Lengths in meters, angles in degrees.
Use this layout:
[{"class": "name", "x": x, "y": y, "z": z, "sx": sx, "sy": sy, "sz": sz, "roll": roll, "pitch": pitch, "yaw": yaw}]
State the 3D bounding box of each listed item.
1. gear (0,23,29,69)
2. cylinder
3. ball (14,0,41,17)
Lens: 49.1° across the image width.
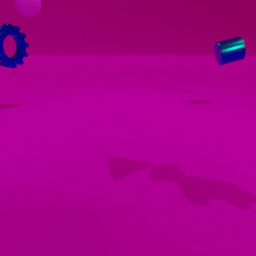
[{"class": "gear", "x": -3.570, "y": -2.467, "z": 8.468, "sx": 0.237, "sy": 1.279, "sz": 1.279, "roll": 13, "pitch": 20, "yaw": 25}, {"class": "cylinder", "x": 3.428, "y": -2.602, "z": 9.471, "sx": 0.798, "sy": 0.798, "sz": 0.798, "roll": -14, "pitch": 15, "yaw": 4}, {"class": "ball", "x": -2.849, "y": -3.562, "z": 7.975, "sx": 0.721, "sy": 0.721, "sz": 0.721, "roll": 0, "pitch": 16, "yaw": 0}]
